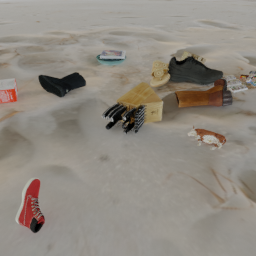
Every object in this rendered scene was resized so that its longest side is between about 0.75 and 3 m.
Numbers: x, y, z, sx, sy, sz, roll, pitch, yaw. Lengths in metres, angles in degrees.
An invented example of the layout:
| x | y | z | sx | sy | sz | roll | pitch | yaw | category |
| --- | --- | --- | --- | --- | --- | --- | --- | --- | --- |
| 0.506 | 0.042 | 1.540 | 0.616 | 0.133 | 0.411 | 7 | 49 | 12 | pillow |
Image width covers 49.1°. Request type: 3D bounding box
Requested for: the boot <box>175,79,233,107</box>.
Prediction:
| x | y | z | sx | sy | sz | roll | pitch | yaw | category |
| --- | --- | --- | --- | --- | --- | --- | --- | --- | --- |
| 3.115 | -1.450 | 11.941 | 2.188 | 0.749 | 2.060 | -3 | 39 | 9 | boot |

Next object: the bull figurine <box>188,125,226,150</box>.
| x | y | z | sx | sy | sz | roll | pitch | yaw | category |
| --- | --- | --- | --- | --- | --- | --- | --- | --- | --- |
| 2.521 | 0.313 | 9.069 | 1.253 | 0.408 | 0.761 | 12 | 35 | 21 | bull figurine |

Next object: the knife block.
| x | y | z | sx | sy | sz | roll | pitch | yaw | category |
| --- | --- | --- | --- | --- | --- | --- | --- | --- | --- |
| 0.013 | -0.772 | 10.400 | 2.294 | 0.836 | 2.613 | -7 | 33 | -13 | knife block |

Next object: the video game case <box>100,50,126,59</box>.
| x | y | z | sx | sy | sz | roll | pitch | yaw | category |
| --- | --- | --- | --- | --- | --- | --- | --- | --- | --- |
| -0.850 | -4.262 | 16.199 | 1.393 | 0.160 | 1.270 | 1 | 31 | 2 | video game case |

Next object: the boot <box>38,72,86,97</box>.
| x | y | z | sx | sy | sz | roll | pitch | yaw | category |
| --- | --- | --- | --- | --- | --- | --- | --- | --- | --- |
| -2.961 | -2.118 | 12.738 | 1.791 | 0.684 | 1.505 | 29 | 45 | 29 | boot |

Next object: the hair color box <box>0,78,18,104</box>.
| x | y | z | sx | sy | sz | roll | pitch | yaw | category |
| --- | --- | --- | --- | --- | --- | --- | --- | --- | --- |
| -5.804 | -1.480 | 11.745 | 2.126 | 0.680 | 1.179 | -8 | 33 | -15 | hair color box |

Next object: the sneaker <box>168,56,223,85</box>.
| x | y | z | sx | sy | sz | roll | pitch | yaw | category |
| --- | --- | --- | --- | --- | --- | --- | --- | --- | --- |
| 3.191 | -2.784 | 13.364 | 2.697 | 1.224 | 1.024 | 5 | 30 | 7 | sneaker |

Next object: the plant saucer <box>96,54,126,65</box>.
| x | y | z | sx | sy | sz | roll | pitch | yaw | category |
| --- | --- | --- | --- | --- | --- | --- | --- | --- | --- |
| -0.961 | -3.954 | 16.139 | 1.741 | 0.313 | 1.741 | 0 | 31 | 0 | plant saucer |

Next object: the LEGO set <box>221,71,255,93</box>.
| x | y | z | sx | sy | sz | roll | pitch | yaw | category |
| --- | --- | --- | --- | --- | --- | --- | --- | --- | --- |
| 5.684 | -2.161 | 13.280 | 2.173 | 0.533 | 1.624 | -13 | 33 | -1 | LEGO set |

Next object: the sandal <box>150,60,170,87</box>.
| x | y | z | sx | sy | sz | roll | pitch | yaw | category |
| --- | --- | --- | --- | --- | --- | --- | --- | --- | --- |
| 1.457 | -2.847 | 13.490 | 1.005 | 0.902 | 2.742 | -18 | 22 | 23 | sandal |

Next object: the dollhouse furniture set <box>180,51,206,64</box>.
| x | y | z | sx | sy | sz | roll | pitch | yaw | category |
| --- | --- | --- | --- | --- | --- | --- | --- | --- | --- |
| 3.543 | -3.761 | 15.705 | 1.164 | 0.773 | 1.020 | 8 | 24 | -32 | dollhouse furniture set |

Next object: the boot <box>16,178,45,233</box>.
| x | y | z | sx | sy | sz | roll | pitch | yaw | category |
| --- | --- | --- | --- | --- | --- | --- | --- | --- | --- |
| -2.007 | 1.687 | 6.151 | 0.780 | 1.081 | 0.391 | 10 | -7 | 37 | boot |
